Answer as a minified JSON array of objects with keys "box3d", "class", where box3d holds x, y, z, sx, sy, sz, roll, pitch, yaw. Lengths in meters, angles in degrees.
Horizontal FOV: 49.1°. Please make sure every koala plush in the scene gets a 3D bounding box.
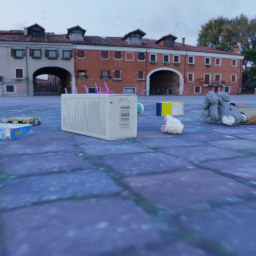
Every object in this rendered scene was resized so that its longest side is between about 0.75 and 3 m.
[{"box3d":[4.161,-0.631,12.048,1.449,1.502,1.634,-7,31,-42],"class":"koala plush"}]

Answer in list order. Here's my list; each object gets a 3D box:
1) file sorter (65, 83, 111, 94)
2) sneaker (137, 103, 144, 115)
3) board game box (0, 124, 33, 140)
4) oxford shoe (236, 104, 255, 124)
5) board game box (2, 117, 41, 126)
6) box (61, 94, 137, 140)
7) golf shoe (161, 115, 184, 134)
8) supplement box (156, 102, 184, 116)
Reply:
[{"box3d":[-1.787,-1.184,12.570,1.919,1.334,1.204,-10,39,-11],"class":"file sorter"},{"box3d":[-0.524,-1.310,17.464,2.683,1.122,1.620,7,0,35],"class":"sneaker"},{"box3d":[-3.880,0.096,8.917,1.183,0.338,1.208,2,7,12],"class":"board game box"},{"box3d":[5.551,-0.453,12.081,2.636,0.928,0.986,2,27,43],"class":"oxford shoe"},{"box3d":[-4.472,-0.261,11.794,1.227,0.348,1.015,1,5,11],"class":"board game box"},{"box3d":[-1.070,-0.462,9.318,1.138,1.390,2.927,-5,10,-39],"class":"box"},{"box3d":[1.557,-0.071,9.815,0.757,0.623,1.655,17,11,6],"class":"golf shoe"},{"box3d":[2.529,-1.153,16.935,1.516,0.825,0.830,-2,7,-12],"class":"supplement box"}]
